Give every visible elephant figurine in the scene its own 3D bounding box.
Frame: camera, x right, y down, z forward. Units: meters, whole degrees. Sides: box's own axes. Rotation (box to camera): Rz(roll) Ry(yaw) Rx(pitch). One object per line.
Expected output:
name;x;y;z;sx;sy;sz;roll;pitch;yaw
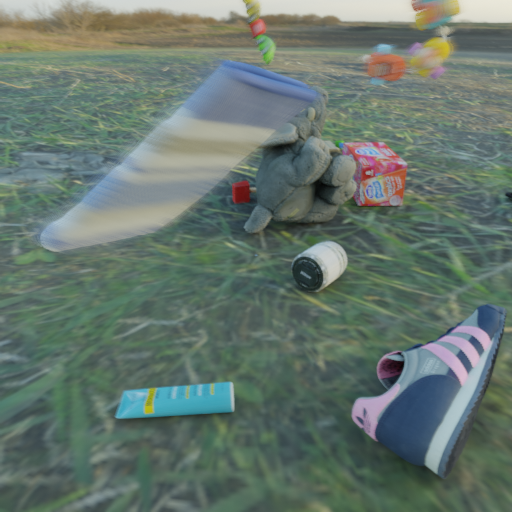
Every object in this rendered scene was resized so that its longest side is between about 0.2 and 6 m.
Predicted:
elephant figurine;0.624;-1.964;10.785;2.117;1.931;2.729;2;45;-32

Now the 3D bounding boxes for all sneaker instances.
sneaker;1.895;1.109;5.850;1.052;0.900;2.565;18;29;28

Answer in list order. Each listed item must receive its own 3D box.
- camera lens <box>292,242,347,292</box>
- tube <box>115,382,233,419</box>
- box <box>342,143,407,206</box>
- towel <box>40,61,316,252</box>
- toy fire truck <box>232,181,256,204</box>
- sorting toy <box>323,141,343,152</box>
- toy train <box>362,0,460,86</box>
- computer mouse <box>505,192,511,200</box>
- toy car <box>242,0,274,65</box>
camera lens;0.929;0.152;8.250;0.595;0.595;0.744;18;31;33
tube;-0.825;1.502;5.803;1.177;0.297;0.456;-4;16;0
box;2.476;-1.792;12.025;0.952;0.912;1.911;-1;25;-3
towel;-0.746;-0.921;5.528;2.617;0.312;1.922;-36;-7;27
toy fire truck;0.410;-1.244;11.484;1.594;0.389;1.124;-9;27;-18
sorting toy;1.531;-2.865;15.095;2.217;0.302;1.249;-3;21;-6
toy train;2.562;-3.712;9.488;1.483;1.975;0.549;27;42;20
computer mouse;5.677;-1.107;11.380;0.773;0.294;1.117;-3;14;-7
toy car;0.091;-3.747;9.446;0.255;1.074;1.142;-21;-10;4
